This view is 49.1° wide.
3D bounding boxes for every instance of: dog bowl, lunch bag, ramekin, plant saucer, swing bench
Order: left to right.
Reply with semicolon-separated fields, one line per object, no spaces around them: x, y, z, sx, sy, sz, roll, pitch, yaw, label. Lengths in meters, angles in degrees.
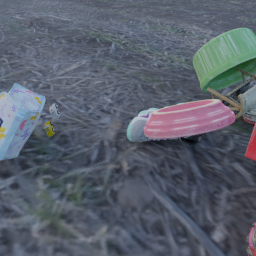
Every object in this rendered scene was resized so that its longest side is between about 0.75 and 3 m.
-2.635;-0.172;6.466;1.015;1.354;1.597;26;15;-22;lunch bag
1.188;-0.228;5.654;1.810;0.459;1.810;-11;8;2;plant saucer
2.951;-1.984;8.277;2.070;2.070;1.011;-16;76;-23;ramekin
3.185;-0.953;7.778;1.310;0.854;1.317;-31;28;-15;swing bench
3.787;-0.419;8.133;0.955;0.352;0.955;-7;28;4;dog bowl

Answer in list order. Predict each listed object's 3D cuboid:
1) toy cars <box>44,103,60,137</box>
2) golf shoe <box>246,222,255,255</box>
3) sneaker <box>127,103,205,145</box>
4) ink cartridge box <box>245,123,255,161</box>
-2.027;-0.226;7.343;0.405;0.905;0.200;10;-9;33;toy cars
2.604;1.484;4.537;0.850;0.670;1.845;-13;25;45;golf shoe
1.177;0.031;6.910;2.161;0.840;1.512;-21;33;-23;sneaker
3.232;0.345;5.253;1.588;0.919;2.734;21;11;30;ink cartridge box
